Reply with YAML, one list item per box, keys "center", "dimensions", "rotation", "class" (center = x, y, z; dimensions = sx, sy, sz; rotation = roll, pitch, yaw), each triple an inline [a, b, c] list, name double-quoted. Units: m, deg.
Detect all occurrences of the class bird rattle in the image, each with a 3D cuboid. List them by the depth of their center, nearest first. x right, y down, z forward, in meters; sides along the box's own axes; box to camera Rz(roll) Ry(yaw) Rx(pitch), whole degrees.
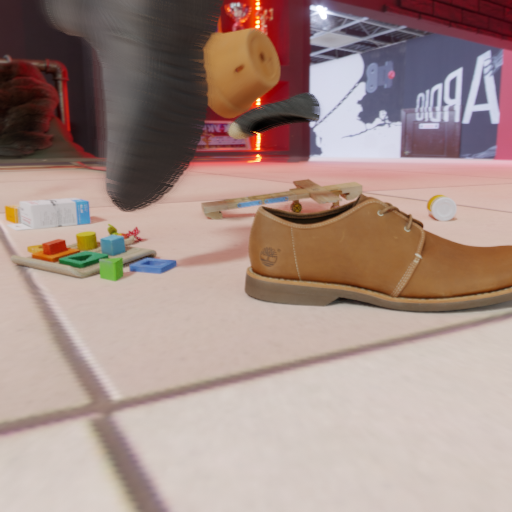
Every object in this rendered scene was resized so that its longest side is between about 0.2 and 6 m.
- center: [-2.405, -0.311, 10.163]
  dimensions: [0.674, 0.380, 0.549]
  rotation: [11, 22, -12]
  class: "bird rattle"

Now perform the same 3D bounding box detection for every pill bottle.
- center: [4.309, -1.149, 13.129]
  dimensions: [0.551, 0.551, 0.993]
  rotation: [1, 12, 6]
  class: "pill bottle"

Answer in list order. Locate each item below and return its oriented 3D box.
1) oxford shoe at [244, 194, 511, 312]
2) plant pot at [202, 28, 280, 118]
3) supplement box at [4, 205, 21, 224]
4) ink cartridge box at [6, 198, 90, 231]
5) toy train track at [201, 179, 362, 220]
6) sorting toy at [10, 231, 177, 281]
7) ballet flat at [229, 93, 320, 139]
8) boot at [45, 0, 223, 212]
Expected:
- center: [1.663, -0.080, 6.697]
  dimensions: [3.599, 1.283, 1.284]
  rotation: [2, 11, 2]
  class: "oxford shoe"
- center: [-0.323, -3.787, 11.274]
  dimensions: [1.187, 1.696, 1.696]
  rotation: [-13, 3, 36]
  class: "plant pot"
- center: [-5.143, -0.996, 12.856]
  dimensions: [1.005, 0.369, 0.633]
  rotation: [-11, 17, -43]
  class: "supplement box"
- center: [-4.538, -0.928, 12.202]
  dimensions: [1.571, 0.524, 0.910]
  rotation: [-9, 15, -36]
  class: "ink cartridge box"
- center: [0.662, -1.204, 13.528]
  dimensions: [3.923, 0.638, 2.250]
  rotation: [-9, 21, -12]
  class: "toy train track"
- center: [-2.647, -0.089, 8.652]
  dimensions: [2.963, 0.404, 1.669]
  rotation: [8, 15, 33]
  class: "sorting toy"
- center: [0.314, -2.633, 10.894]
  dimensions: [1.907, 0.542, 0.634]
  rotation: [-15, -16, 22]
  class: "ballet flat"
- center: [-1.713, -2.503, 6.993]
  dimensions: [2.288, 3.475, 1.213]
  rotation: [33, 29, 25]
  class: "boot"
